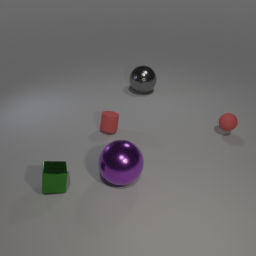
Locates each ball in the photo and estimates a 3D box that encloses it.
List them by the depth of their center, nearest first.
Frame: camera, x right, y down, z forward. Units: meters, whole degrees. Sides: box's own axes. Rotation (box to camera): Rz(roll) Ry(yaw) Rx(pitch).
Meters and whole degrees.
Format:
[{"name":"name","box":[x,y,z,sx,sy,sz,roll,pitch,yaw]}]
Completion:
[{"name":"ball","box":[-0.212,1.062,8.645,1.400,1.400,1.400,0,32,0]},{"name":"ball","box":[3.917,-0.235,10.948,0.700,0.700,0.700,0,32,0]},{"name":"ball","box":[0.769,-2.493,14.374,1.400,1.400,1.400,0,32,0]}]

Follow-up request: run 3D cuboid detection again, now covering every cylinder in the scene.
[{"name":"cylinder","box":[-0.745,-0.258,11.241,0.700,0.700,0.700,9,21,-3]}]

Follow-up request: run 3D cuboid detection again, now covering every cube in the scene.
[{"name":"cube","box":[-2.235,1.481,8.498,0.700,0.700,0.700,2,26,-17]}]
